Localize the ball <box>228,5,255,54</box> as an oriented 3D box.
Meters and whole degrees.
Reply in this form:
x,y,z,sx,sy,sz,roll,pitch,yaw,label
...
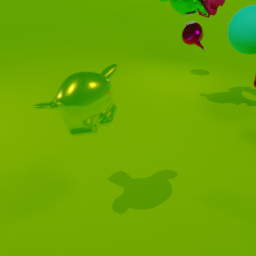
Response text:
x,y,z,sx,sy,sz,roll,pitch,yaw,label
3.045,-2.391,6.855,1.144,1.144,1.144,0,32,0,ball

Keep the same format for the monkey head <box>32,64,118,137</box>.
x,y,z,sx,sy,sz,roll,pitch,yaw,label
-0.942,-0.523,5.479,1.902,1.146,1.368,-35,28,-31,monkey head

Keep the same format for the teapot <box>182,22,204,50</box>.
x,y,z,sx,sy,sz,roll,pitch,yaw,label
2.221,-3.094,9.395,0.592,0.752,1.209,12,50,-44,teapot

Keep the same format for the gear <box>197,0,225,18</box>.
x,y,z,sx,sy,sz,roll,pitch,yaw,label
2.724,-4.437,8.861,0.321,1.736,1.736,11,30,-14,gear

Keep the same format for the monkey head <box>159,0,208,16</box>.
x,y,z,sx,sy,sz,roll,pitch,yaw,label
1.823,-4.142,8.692,1.697,1.022,1.221,27,1,19,monkey head

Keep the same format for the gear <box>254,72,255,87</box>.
x,y,z,sx,sy,sz,roll,pitch,yaw,label
3.718,-1.125,6.642,1.319,1.319,0.244,11,74,16,gear
